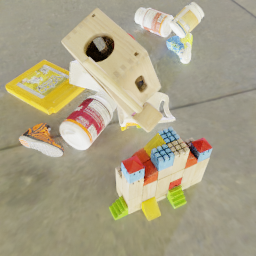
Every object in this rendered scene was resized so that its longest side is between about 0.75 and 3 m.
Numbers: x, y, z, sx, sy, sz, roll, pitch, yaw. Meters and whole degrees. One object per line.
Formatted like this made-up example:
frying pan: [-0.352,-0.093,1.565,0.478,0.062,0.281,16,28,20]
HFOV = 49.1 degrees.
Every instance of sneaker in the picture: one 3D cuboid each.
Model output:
sneaker: [-2.386,0.271,8.196,1.471,0.570,0.824,19,52,16]
sneaker: [2.030,-3.179,11.296,1.025,0.739,1.952,2,39,17]

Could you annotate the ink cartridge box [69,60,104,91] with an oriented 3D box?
ink cartridge box: [-0.992,-1.906,9.576,1.335,0.771,1.828,16,26,14]

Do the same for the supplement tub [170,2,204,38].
supplement tub: [2.021,-3.709,9.641,1.015,0.734,0.734,-43,53,10]

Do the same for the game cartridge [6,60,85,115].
game cartridge: [-2.844,-1.513,9.944,2.209,0.358,1.947,26,53,23]

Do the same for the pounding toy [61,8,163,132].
pounding toy: [-0.032,-1.130,5.432,1.159,2.225,2.533,-43,67,0]

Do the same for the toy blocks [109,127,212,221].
toy blocks: [0.837,0.890,6.688,2.882,1.970,1.440,-20,51,-17]

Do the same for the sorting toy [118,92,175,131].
sorting toy: [0.582,-0.640,8.840,1.707,1.013,1.896,0,48,-10]

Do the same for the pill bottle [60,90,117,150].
pill bottle: [-1.115,-0.298,8.403,1.026,1.026,1.817,22,51,19]

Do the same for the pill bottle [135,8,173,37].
pill bottle: [1.148,-4.769,12.481,1.648,0.924,0.924,32,56,26]
